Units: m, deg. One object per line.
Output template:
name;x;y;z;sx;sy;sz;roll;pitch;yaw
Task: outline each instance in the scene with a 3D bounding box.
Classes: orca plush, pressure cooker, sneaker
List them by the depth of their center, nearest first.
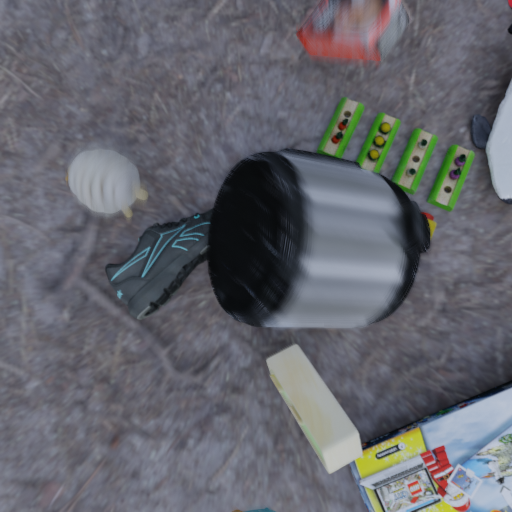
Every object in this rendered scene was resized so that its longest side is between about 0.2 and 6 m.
pressure cooker;0.887;-0.125;7.638;2.610;2.295;2.331;5;117;-30
sneaker;-1.176;-0.224;8.635;2.601;0.981;1.031;-43;79;-9
orca plush;4.570;-2.364;9.298;1.721;1.163;3.271;-17;67;42

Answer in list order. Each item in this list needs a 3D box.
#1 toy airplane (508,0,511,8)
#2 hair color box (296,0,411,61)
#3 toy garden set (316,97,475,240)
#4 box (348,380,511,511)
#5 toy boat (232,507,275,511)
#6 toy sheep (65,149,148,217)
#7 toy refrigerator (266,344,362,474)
toy airplane;5.558;-4.465;9.897;2.008;0.369;2.008;0;77;2
hair color box;1.406;-3.397;8.333;1.570;0.481;0.797;29;81;48
toy garden set;2.130;-1.333;9.125;2.426;0.484;2.022;25;78;5
box;3.423;3.247;7.753;3.680;0.693;2.513;-23;78;2
toy boat;-0.149;3.425;7.058;0.892;1.061;0.493;-4;53;-10
toy sheep;-2.237;-1.104;8.475;1.509;1.040;1.040;15;77;21
toy refrigerator;0.752;2.080;7.754;0.584;0.634;1.670;-26;43;-10
